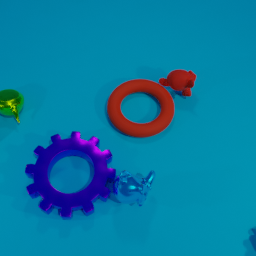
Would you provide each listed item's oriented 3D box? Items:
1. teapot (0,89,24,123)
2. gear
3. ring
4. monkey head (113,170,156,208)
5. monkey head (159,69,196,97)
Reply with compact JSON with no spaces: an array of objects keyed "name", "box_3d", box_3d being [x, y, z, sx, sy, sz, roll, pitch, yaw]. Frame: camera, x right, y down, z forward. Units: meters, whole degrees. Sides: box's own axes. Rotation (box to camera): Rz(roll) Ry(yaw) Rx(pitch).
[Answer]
[{"name":"teapot","box_3d":[-3.007,-0.595,7.138,0.747,0.588,1.202,-21,48,-31]},{"name":"gear","box_3d":[-1.252,1.010,6.236,1.922,0.355,1.922,3,61,-5]},{"name":"ring","box_3d":[0.329,-0.545,7.243,1.743,0.349,1.743,0,61,-1]},{"name":"monkey head","box_3d":[0.116,1.152,5.774,0.735,1.219,0.877,28,64,12]},{"name":"monkey head","box_3d":[1.363,-1.123,7.214,0.658,0.786,1.092,-28,28,-37]}]
